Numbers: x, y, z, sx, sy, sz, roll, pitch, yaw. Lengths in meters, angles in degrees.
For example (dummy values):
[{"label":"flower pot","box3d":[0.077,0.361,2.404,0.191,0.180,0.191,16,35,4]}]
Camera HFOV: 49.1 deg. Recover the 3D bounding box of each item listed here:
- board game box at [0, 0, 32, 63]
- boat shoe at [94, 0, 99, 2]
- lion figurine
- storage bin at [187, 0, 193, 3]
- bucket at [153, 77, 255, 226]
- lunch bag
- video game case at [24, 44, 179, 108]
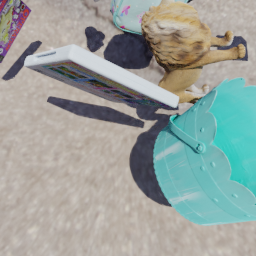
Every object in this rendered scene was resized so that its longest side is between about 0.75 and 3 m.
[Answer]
[{"label":"board game box","box3d":[-3.233,-2.590,7.290,0.278,1.033,1.722,30,92,1]},{"label":"boat shoe","box3d":[-0.653,-3.564,6.947,0.655,0.666,1.847,-26,28,0]},{"label":"lion figurine","box3d":[1.088,-1.125,5.563,1.758,2.870,1.040,-6,52,-5]},{"label":"storage bin","box3d":[0.866,-4.248,7.146,1.029,2.195,1.484,-38,48,-25]},{"label":"bucket","box3d":[1.764,0.511,4.990,2.500,1.627,2.500,18,57,-29]},{"label":"lunch bag","box3d":[0.618,-3.087,6.314,1.640,2.044,0.788,9,51,-22]},{"label":"video game case","box3d":[-0.546,-0.910,5.455,2.355,2.143,0.279,19,85,-37]}]
